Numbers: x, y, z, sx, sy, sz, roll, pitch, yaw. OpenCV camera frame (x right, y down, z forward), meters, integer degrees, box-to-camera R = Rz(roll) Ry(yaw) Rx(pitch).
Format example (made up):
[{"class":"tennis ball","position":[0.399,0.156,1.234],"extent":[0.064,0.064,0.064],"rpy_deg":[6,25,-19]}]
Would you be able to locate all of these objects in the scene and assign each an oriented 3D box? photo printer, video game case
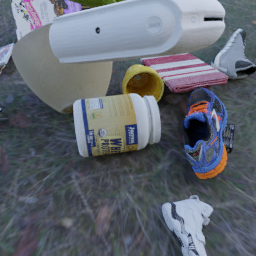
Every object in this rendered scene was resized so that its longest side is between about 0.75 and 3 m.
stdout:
[{"class":"photo printer","position":[0.281,-1.649,4.742],"extent":[2.512,0.872,2.090],"rpy_deg":[3,20,33]},{"class":"video game case","position":[-4.647,-2.472,9.893],"extent":[1.138,0.144,1.249],"rpy_deg":[-15,44,12]}]

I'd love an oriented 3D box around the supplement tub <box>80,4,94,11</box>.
[{"class":"supplement tub","position":[-2.017,-5.965,12.139],"extent":[2.628,1.905,1.905],"rpy_deg":[-24,52,-21]}]

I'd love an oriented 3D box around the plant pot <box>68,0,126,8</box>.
[{"class":"plant pot","position":[-0.850,-3.589,6.415],"extent":[1.766,1.834,1.834],"rpy_deg":[8,47,22]}]

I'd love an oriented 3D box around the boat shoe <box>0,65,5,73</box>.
[{"class":"boat shoe","position":[-4.527,-2.089,9.743],"extent":[0.280,0.232,0.779],"rpy_deg":[6,48,6]}]

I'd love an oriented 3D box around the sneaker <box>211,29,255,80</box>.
[{"class":"sneaker","position":[3.916,-2.434,9.740],"extent":[1.361,0.884,2.356],"rpy_deg":[31,65,19]}]

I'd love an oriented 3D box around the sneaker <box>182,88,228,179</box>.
[{"class":"sneaker","position":[1.909,-0.135,7.146],"extent":[1.052,1.095,2.792],"rpy_deg":[-23,39,29]}]

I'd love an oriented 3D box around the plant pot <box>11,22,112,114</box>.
[{"class":"plant pot","position":[-1.583,-1.483,7.888],"extent":[2.766,2.766,1.857],"rpy_deg":[-18,84,-16]}]

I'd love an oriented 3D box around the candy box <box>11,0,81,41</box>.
[{"class":"candy box","position":[-2.960,-4.212,10.467],"extent":[2.442,0.874,2.048],"rpy_deg":[-10,93,-8]}]

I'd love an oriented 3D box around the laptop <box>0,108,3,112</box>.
[{"class":"laptop","position":[-5.109,-0.727,7.305],"extent":[2.200,1.362,2.350],"rpy_deg":[29,53,23]}]

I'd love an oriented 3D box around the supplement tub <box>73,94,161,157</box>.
[{"class":"supplement tub","position":[-0.291,-0.099,7.104],"extent":[2.013,1.453,1.453],"rpy_deg":[-8,48,-7]}]

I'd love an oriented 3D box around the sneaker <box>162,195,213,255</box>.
[{"class":"sneaker","position":[1.425,2.087,5.691],"extent":[0.919,0.601,1.599],"rpy_deg":[-20,47,-13]}]

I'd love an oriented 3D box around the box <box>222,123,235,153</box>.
[{"class":"box","position":[2.521,0.205,7.680],"extent":[0.726,0.197,0.906],"rpy_deg":[13,49,12]}]

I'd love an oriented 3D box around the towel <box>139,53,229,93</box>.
[{"class":"towel","position":[1.684,-1.889,9.091],"extent":[1.899,0.300,2.636],"rpy_deg":[-11,35,-16]}]

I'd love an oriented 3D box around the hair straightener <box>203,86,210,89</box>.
[{"class":"hair straightener","position":[1.900,-1.846,9.512],"extent":[2.002,0.410,0.770],"rpy_deg":[17,38,22]}]

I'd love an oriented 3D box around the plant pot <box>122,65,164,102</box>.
[{"class":"plant pot","position":[0.380,-1.375,8.539],"extent":[1.216,1.216,1.144],"rpy_deg":[-6,32,-5]}]
